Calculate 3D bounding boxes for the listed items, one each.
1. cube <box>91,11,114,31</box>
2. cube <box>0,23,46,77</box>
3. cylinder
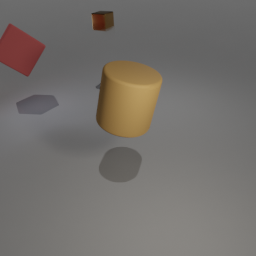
[{"bbox_3d":[-1.085,-4.665,12.192,0.700,0.700,0.700,14,35,25],"label":"cube"},{"bbox_3d":[-4.284,-3.070,10.976,1.400,1.400,1.400,29,6,-32],"label":"cube"},{"bbox_3d":[-0.006,-0.718,6.795,1.400,1.400,1.400,9,34,-6],"label":"cylinder"}]
